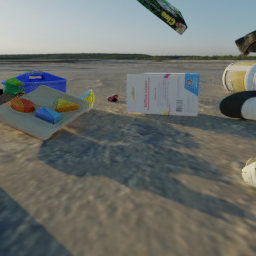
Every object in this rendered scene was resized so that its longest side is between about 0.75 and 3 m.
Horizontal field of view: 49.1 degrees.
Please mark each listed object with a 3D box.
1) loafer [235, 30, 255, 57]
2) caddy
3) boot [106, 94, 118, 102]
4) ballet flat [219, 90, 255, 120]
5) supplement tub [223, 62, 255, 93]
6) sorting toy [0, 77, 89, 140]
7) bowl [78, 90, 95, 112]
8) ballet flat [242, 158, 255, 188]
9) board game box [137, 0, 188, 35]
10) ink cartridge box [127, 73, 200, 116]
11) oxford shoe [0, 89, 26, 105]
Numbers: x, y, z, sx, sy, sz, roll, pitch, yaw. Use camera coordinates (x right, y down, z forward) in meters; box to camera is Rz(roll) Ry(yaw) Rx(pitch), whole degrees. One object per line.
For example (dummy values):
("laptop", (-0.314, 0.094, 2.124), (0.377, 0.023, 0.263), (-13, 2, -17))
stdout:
("loafer", (2.689, -1.823, 5.948), (0.441, 0.438, 1.212), (-22, 5, 6))
("caddy", (-4.088, -1.797, 12.520), (2.052, 1.524, 2.903), (12, 19, 42))
("boot", (-0.619, -1.461, 13.758), (0.559, 0.281, 0.775), (11, 26, 37))
("ballet flat", (4.643, -0.746, 9.522), (2.980, 1.013, 1.019), (-4, 22, -13))
("supplement tub", (6.847, -2.789, 15.811), (1.803, 1.803, 2.497), (-6, 16, -23))
("sorting toy", (-2.873, -0.775, 8.279), (2.872, 0.423, 2.123), (21, 36, 16))
("bowl", (-1.652, -0.957, 10.880), (1.032, 0.555, 1.032), (-32, 22, 14))
("ballet flat", (2.292, 0.706, 4.744), (0.615, 0.597, 1.728), (-13, 1, 31))
("board game box", (1.012, -3.586, 8.316), (1.496, 0.335, 2.856), (31, 28, -11))
("ink cartridge box", (1.317, -1.307, 10.534), (2.625, 1.511, 0.891), (4, 14, 14))
("oxford shoe", (-3.563, -0.714, 9.079), (2.974, 1.084, 1.060), (11, 18, 37))
